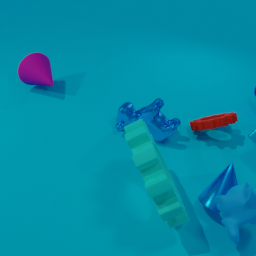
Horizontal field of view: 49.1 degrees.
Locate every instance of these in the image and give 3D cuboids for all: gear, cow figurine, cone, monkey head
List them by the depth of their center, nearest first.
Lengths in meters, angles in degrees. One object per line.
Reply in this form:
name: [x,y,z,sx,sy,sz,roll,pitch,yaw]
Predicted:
monkey head: [1.881,1.401,4.607,0.719,1.193,0.858,-18,42,14]
gear: [0.523,0.800,5.164,0.363,1.963,1.963,-26,41,6]
cone: [1.912,1.077,5.444,0.893,0.896,0.893,11,11,-2]
gear: [2.194,-0.168,7.216,1.158,0.214,1.158,-13,5,1]
cow figurine: [0.431,-0.146,7.257,1.464,1.441,0.804,48,39,-5]
cone: [-2.630,-1.585,8.752,1.138,1.138,1.142,-30,54,-31]

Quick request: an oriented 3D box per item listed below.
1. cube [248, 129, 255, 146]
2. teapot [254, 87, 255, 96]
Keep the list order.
cube: [3.550,0.263,5.976,1.142,1.142,1.142,10,39,-47]
teapot: [4.122,-0.781,7.717,1.795,0.879,1.116,32,33,1]
